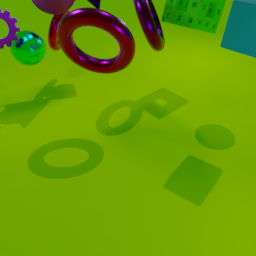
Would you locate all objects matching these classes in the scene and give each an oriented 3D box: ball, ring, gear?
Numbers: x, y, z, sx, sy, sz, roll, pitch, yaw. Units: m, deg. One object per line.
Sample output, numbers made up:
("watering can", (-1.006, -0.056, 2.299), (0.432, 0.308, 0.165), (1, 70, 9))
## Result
("ball", (-3.159, -2.525, 8.870), (1.074, 1.074, 1.074), (0, 37, 0))
("ring", (-2.489, -3.603, 10.242), (0.317, 1.586, 1.586), (20, 39, 0))
("gear", (-3.653, -2.818, 7.939), (1.078, 1.078, 0.199), (-5, 19, -6))
("ring", (0.663, -3.295, 8.522), (0.396, 1.981, 1.981), (-17, 34, 18))
("ring", (-0.787, -2.088, 6.964), (1.988, 1.988, 0.398), (8, 61, 10))

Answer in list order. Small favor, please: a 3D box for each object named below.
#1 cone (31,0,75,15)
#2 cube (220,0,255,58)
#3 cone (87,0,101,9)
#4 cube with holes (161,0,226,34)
("cone", (-2.245, -4.166, 8.381), (1.563, 1.563, 1.569), (-9, 28, -12))
("cube", (2.820, -2.244, 6.152), (1.017, 1.017, 1.017), (28, 43, 27))
("cone", (-1.186, -4.550, 9.586), (1.203, 1.203, 1.207), (-19, 85, -23))
("cube with holes", (2.179, -3.991, 9.200), (1.355, 1.355, 1.355), (-9, 31, -44))
